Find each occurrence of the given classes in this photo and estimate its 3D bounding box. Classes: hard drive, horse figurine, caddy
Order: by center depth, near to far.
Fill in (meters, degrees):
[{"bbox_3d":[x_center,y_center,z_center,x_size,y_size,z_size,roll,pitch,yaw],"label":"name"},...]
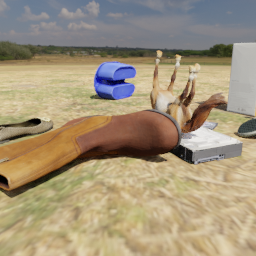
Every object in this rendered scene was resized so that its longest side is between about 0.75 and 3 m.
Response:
[{"bbox_3d":[1.429,0.271,6.357,1.298,0.351,1.858,-7,18,-23],"label":"hard drive"},{"bbox_3d":[1.061,-0.646,6.446,0.707,1.878,2.834,1,23,-19],"label":"horse figurine"},{"bbox_3d":[-0.634,-2.214,13.026,1.219,1.642,2.323,15,20,32],"label":"caddy"}]

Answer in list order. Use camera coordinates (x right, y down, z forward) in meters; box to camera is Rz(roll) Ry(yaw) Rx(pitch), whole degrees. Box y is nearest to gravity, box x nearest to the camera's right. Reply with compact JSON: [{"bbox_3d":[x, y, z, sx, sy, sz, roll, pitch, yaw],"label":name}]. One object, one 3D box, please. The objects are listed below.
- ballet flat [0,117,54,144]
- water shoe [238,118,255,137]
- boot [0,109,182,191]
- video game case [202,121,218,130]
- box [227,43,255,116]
[{"bbox_3d":[-2.752,-0.042,7.249,0.677,0.466,2.010,10,18,33],"label":"ballet flat"},{"bbox_3d":[3.455,0.020,6.895,1.424,0.562,0.509,-22,34,38],"label":"water shoe"},{"bbox_3d":[-0.841,0.306,5.025,2.749,1.000,2.921,12,20,37],"label":"boot"},{"bbox_3d":[2.061,-0.099,8.190,0.972,0.092,0.694,8,17,29],"label":"video game case"},{"bbox_3d":[4.486,-1.731,9.801,1.471,2.366,1.153,-10,18,-32],"label":"box"}]
